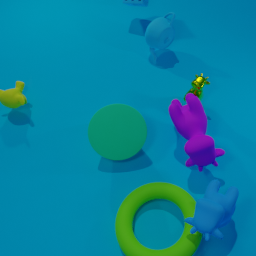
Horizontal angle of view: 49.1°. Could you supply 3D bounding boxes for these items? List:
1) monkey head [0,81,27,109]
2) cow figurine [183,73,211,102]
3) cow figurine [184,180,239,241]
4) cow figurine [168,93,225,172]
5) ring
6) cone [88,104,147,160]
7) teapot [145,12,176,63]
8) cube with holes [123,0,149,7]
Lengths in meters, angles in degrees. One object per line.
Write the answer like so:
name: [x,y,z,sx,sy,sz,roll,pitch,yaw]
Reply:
monkey head: [-3.104,-0.912,7.590,1.045,0.630,0.752,16,98,13]
cow figurine: [1.891,-1.020,7.590,0.481,0.876,0.862,38,105,22]
cow figurine: [1.649,1.657,5.392,0.724,1.318,1.297,18,57,31]
cow figurine: [1.590,0.077,6.706,0.937,1.707,1.679,-22,97,14]
ring: [0.624,1.975,5.854,1.839,0.368,1.839,-8,49,10]
cone: [-0.290,-0.087,7.156,1.385,1.385,1.390,-4,17,-3]
teapot: [1.034,-2.853,8.766,0.986,1.586,0.777,-5,41,-44]
cube with holes: [0.286,-4.579,9.550,0.712,0.712,0.712,9,18,16]
